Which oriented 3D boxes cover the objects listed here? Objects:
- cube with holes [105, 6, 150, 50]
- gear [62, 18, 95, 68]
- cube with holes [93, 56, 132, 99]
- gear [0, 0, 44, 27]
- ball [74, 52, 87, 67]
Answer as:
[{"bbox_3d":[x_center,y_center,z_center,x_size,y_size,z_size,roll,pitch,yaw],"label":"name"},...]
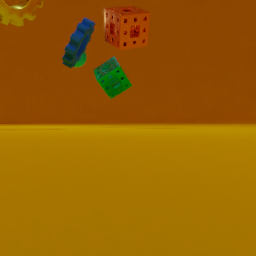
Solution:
[{"bbox_3d":[-0.042,-2.831,7.865,0.910,0.910,0.910,-18,40,-26],"label":"cube with holes"},{"bbox_3d":[-1.753,-3.007,9.974,0.331,1.788,1.788,29,-2,-5],"label":"gear"},{"bbox_3d":[-0.623,-2.025,11.287,1.039,1.039,1.039,-32,37,7],"label":"cube with holes"},{"bbox_3d":[-2.910,-3.526,7.038,0.331,1.789,1.789,26,13,26],"label":"gear"},{"bbox_3d":[-2.128,-2.933,11.539,0.842,0.842,0.842,0,1,0],"label":"ball"}]
